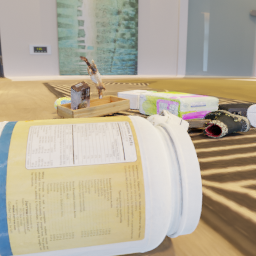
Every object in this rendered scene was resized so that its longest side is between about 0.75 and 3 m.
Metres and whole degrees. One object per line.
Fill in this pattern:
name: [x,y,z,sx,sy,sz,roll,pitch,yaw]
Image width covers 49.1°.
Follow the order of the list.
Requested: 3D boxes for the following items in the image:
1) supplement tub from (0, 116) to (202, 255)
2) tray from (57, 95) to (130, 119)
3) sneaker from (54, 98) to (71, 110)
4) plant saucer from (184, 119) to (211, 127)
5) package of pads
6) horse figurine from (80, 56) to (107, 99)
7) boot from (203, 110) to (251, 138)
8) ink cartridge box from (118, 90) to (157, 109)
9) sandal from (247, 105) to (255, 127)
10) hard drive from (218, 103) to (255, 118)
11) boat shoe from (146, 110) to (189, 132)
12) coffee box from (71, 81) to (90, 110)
supplement tub: [-0.480,0.726,3.570,2.387,1.727,1.727,-3,14,-11]
tray: [-1.499,-0.910,12.551,2.960,0.548,1.460,-17,24,-37]
sneaker: [-2.529,-1.140,13.843,1.089,0.785,2.074,25,34,35]
plant saucer: [2.049,-0.165,9.929,1.747,0.257,1.747,0,2,0]
package of pads: [2.083,-0.995,12.390,2.274,1.004,2.943,-7,14,-31]
horse figurine: [-1.259,-1.962,10.741,0.449,1.800,1.193,-27,12,-5]
boot: [3.018,-0.161,9.640,1.394,0.666,1.846,-11,17,-31]
ink cartridge box: [0.528,-1.589,15.286,1.369,0.791,1.882,10,17,36]
sandal: [5.184,-0.439,10.655,2.214,0.848,0.635,3,9,-26]
hard drive: [5.260,-0.767,12.464,2.384,0.505,1.608,-1,13,-5]
boat shoe: [0.746,0.175,6.492,0.983,0.998,2.816,37,26,3]
coffee box: [-2.016,-1.281,11.873,0.690,1.221,0.487,-30,57,-34]
